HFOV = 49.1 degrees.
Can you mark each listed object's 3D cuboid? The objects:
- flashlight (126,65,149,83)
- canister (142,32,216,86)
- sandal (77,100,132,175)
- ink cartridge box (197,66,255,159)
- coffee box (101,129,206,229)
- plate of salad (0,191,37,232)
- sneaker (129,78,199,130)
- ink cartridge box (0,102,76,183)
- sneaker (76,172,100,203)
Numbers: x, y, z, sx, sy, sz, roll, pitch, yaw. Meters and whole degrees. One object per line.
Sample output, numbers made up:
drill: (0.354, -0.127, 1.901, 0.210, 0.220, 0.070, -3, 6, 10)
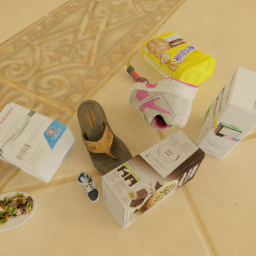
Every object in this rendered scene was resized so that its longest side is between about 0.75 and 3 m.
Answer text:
flashlight: (0.321, -1.822, 9.767, 0.320, 0.322, 0.946, -40, 67, -1)
canister: (1.721, -2.439, 9.951, 1.638, 0.955, 2.206, -27, 53, -20)
sandal: (-0.737, 0.217, 7.540, 1.041, 0.696, 2.549, -26, 68, 3)
ink cartridge box: (2.707, -0.364, 7.404, 0.857, 2.041, 1.478, 24, 55, 4)
coffee box: (0.582, 1.186, 6.660, 2.310, 1.306, 0.922, -30, 60, -22)
plate of salad: (-2.823, 1.863, 6.533, 1.329, 0.319, 1.329, 0, 26, 0)
sneaker: (0.742, -0.585, 7.725, 1.136, 2.793, 1.232, 12, 88, -22)
ink cartridge box: (-2.656, 0.351, 7.491, 1.979, 0.829, 1.436, 21, 67, 19)
sneaker: (-0.980, 1.408, 6.794, 0.300, 0.465, 0.857, -38, 39, 3)
